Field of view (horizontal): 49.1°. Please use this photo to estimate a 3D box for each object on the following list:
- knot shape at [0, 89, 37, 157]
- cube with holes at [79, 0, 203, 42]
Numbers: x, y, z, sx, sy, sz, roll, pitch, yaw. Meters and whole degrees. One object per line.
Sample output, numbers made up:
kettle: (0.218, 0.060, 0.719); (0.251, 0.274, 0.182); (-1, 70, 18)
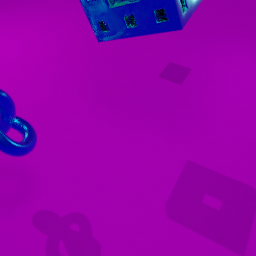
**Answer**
knot shape: (-2.104, -0.158, 4.114); (1.346, 1.438, 0.664); (12, 63, 36)
cube with holes: (0.170, -2.171, 3.773); (1.345, 1.345, 1.345); (4, 45, 34)
